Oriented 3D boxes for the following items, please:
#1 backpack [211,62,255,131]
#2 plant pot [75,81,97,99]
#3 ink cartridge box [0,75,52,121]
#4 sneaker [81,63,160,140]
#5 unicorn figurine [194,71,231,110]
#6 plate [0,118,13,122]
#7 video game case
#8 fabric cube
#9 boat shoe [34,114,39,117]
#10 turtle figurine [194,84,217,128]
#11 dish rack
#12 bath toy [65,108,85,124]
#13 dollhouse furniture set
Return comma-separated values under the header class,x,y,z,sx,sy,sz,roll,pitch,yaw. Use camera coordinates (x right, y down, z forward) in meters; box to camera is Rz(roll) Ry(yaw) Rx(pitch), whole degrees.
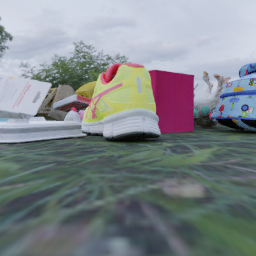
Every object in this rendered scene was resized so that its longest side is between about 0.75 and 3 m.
class,x,y,z,sx,sy,sz,roll,pitch,yaw
backpack,3.350,-0.752,6.631,2.575,1.732,2.350,-2,4,-12
plant pot,-1.173,-1.242,13.285,2.282,2.216,2.231,-13,10,-37
ink cartridge box,-3.694,-0.875,9.036,2.420,1.417,0.815,10,-34,11
sneaker,-0.197,-0.508,5.374,1.158,1.338,2.964,-3,2,-22
unicorn figurine,2.135,-0.924,9.461,2.647,1.818,0.978,-1,32,4
plate,-3.333,-0.104,7.084,1.784,0.228,1.784,3,5,0
video game case,-1.109,-0.620,10.465,2.844,0.248,2.033,13,-11,-33
fabric cube,0.687,-0.605,6.888,1.396,1.391,1.369,-2,3,-37
boat shoe,-3.524,-0.283,9.822,0.558,0.478,1.524,0,4,-2
turtle figurine,2.371,-0.528,8.657,1.594,1.072,2.129,18,-9,15
dish rack,-1.768,0.000,5.013,1.485,0.377,1.731,3,5,33
bath toy,-1.065,-0.249,7.638,0.714,0.607,1.642,2,4,38
dollhouse furniture set,-4.036,-1.336,11.583,2.742,1.524,2.425,3,-20,41
